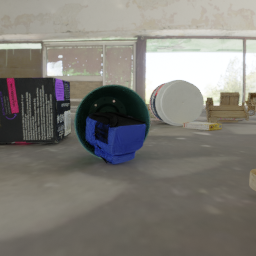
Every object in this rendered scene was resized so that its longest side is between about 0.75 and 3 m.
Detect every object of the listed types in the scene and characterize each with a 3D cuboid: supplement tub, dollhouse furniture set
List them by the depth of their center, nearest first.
[{"bbox_3d":[1.670,-0.910,10.017,1.578,1.578,2.249,0,5,-4],"label":"supplement tub"},{"bbox_3d":[3.858,-0.297,10.076,2.067,1.183,2.423,1,30,12],"label":"dollhouse furniture set"}]

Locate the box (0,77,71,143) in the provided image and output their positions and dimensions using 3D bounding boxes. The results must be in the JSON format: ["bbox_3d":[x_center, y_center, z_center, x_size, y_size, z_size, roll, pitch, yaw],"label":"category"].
[{"bbox_3d":[-2.583,-0.388,6.021,2.460,1.305,1.504,0,6,1],"label":"box"}]

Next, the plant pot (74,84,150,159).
[{"bbox_3d":[-0.284,-0.138,4.370,1.087,1.087,0.872,-1,10,-10],"label":"plant pot"}]

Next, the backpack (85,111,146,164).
[{"bbox_3d":[-0.255,0.105,3.958,0.638,0.659,0.786,0,18,-42],"label":"backpack"}]

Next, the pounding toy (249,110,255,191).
[{"bbox_3d":[2.546,-0.198,2.143,2.934,1.683,1.677,1,10,4],"label":"pounding toy"}]

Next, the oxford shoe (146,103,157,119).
[{"bbox_3d":[0.796,-0.767,11.948,2.171,0.768,0.801,0,-9,5],"label":"oxford shoe"}]

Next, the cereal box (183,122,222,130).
[{"bbox_3d":[2.261,-0.068,8.541,0.688,0.189,0.956,-5,7,-40],"label":"cereal box"}]
